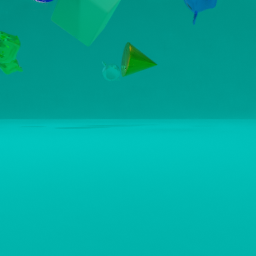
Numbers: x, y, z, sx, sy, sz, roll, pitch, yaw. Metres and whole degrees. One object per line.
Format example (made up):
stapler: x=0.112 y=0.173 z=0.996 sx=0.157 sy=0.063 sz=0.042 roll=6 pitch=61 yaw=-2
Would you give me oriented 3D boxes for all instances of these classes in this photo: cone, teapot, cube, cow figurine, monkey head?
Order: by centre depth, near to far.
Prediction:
monkey head: x=2.065 y=-3.894 z=8.164 sx=0.951 sy=1.578 sz=1.135 roll=-11 pitch=16 yaw=12
cow figurine: x=-3.474 y=-2.174 z=8.239 sx=0.692 sy=1.261 sz=1.241 roll=46 pitch=19 yaw=13
cube: x=-1.236 y=-3.643 z=8.475 sx=1.377 sy=1.377 sz=1.377 roll=34 pitch=-43 yaw=-11
cone: x=0.519 y=-2.488 z=10.608 sx=1.298 sy=1.293 sz=1.293 roll=5 pitch=1 yaw=-15
teapot: x=-0.688 y=-2.351 z=11.779 sx=0.746 sy=1.199 sz=0.587 roll=-37 pitch=30 yaw=13

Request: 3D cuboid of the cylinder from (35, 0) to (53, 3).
cylinder: x=-1.962 y=-3.777 z=6.309 sx=1.263 sy=1.263 sz=1.263 roll=18 pitch=-17 yaw=5
